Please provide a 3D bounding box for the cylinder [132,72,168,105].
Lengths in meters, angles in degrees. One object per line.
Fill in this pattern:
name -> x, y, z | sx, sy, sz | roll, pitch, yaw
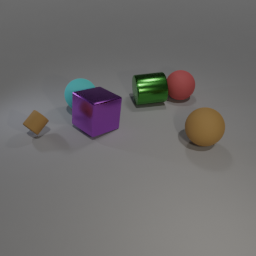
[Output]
cylinder -> 0.997, -1.822, 12.984 | 1.400, 1.400, 1.400 | -8, 34, -8

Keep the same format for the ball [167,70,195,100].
ball -> 2.473, -2.032, 13.287 | 1.400, 1.400, 1.400 | 0, 33, 0

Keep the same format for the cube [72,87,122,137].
cube -> -1.255, -0.686, 11.123 | 1.400, 1.400, 1.400 | -20, 37, -41

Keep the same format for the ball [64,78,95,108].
ball -> -2.030, -1.433, 12.100 | 1.400, 1.400, 1.400 | 0, 33, 0

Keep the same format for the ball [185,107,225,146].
ball -> 2.758, -0.043, 10.078 | 1.400, 1.400, 1.400 | 0, 33, 0

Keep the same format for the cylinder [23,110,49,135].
cylinder -> -3.529, -0.214, 10.732 | 0.700, 0.700, 0.700 | 26, 73, 34
